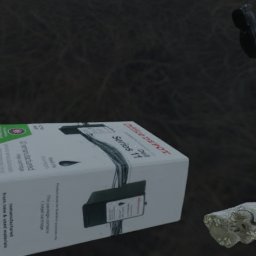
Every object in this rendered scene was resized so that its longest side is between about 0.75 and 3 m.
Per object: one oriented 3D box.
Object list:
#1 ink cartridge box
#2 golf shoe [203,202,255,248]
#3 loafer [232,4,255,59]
[{"bbox_3d":[-0.773,0.752,4.744,2.914,1.210,2.136,-2,19,-27],"label":"ink cartridge box"},{"bbox_3d":[2.125,1.774,5.307,0.842,1.733,0.678,-22,77,-22],"label":"golf shoe"},{"bbox_3d":[2.996,-2.356,6.823,0.482,1.333,0.485,-35,25,-18],"label":"loafer"}]
